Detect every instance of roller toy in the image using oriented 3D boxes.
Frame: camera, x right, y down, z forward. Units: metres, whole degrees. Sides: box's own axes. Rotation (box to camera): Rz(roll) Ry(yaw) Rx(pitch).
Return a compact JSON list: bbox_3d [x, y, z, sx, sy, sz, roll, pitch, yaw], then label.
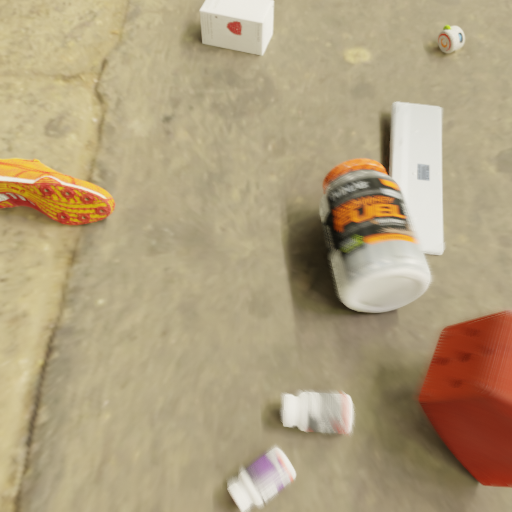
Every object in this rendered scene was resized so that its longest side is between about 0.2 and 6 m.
[{"bbox_3d":[4.193,-4.643,12.033,0.386,0.552,0.504,-27,70,-14],"label":"roller toy"}]

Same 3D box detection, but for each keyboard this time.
[{"bbox_3d":[2.880,-1.508,10.111,0.936,0.177,3.327,10,61,0],"label":"keyboard"}]

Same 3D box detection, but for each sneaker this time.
[{"bbox_3d":[-3.686,-1.250,9.586,2.706,0.988,1.044,13,46,4],"label":"sneaker"}]

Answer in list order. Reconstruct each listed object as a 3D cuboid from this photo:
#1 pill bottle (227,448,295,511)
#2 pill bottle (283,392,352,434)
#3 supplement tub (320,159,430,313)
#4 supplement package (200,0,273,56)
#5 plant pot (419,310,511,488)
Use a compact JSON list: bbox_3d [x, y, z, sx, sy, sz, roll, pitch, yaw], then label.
[{"bbox_3d":[0.059,2.877,7.174,0.815,0.454,0.454,-31,62,-19],"label":"pill bottle"},{"bbox_3d":[0.825,2.129,7.626,0.895,0.519,0.519,3,57,2],"label":"pill bottle"},{"bbox_3d":[1.760,-0.351,8.732,1.355,1.355,2.212,-7,57,-4],"label":"supplement tub"},{"bbox_3d":[-0.404,-5.032,12.078,1.399,0.848,0.838,14,58,9],"label":"supplement package"},{"bbox_3d":[3.089,1.658,6.880,1.543,1.750,1.749,37,60,-12],"label":"plant pot"}]
